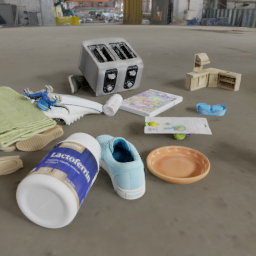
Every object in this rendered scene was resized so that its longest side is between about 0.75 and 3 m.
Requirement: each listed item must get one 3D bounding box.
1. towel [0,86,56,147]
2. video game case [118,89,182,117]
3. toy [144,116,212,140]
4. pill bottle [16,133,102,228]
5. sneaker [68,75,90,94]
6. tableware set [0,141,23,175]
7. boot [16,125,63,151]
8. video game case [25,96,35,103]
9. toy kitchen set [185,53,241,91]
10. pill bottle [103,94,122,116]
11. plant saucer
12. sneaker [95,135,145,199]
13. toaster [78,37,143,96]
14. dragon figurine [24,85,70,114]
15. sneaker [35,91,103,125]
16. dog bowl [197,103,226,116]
[{"bbox_3d":[-3.945,-0.456,8.809,2.909,0.531,2.158,32,33,27],"label":"towel"},{"bbox_3d":[0.975,-1.156,12.497,1.865,0.235,2.604,19,31,35],"label":"video game case"},{"bbox_3d":[1.651,0.054,9.643,2.152,0.508,1.239,4,28,3],"label":"toy"},{"bbox_3d":[-1.441,1.073,6.553,1.310,1.310,2.264,5,26,11],"label":"pill bottle"},{"bbox_3d":[-2.401,-2.324,14.261,1.133,0.798,2.134,-6,25,-6],"label":"sneaker"},{"bbox_3d":[-4.138,0.835,8.277,1.910,0.265,2.287,-9,26,-19],"label":"tableware set"},{"bbox_3d":[-3.029,0.273,9.380,1.595,0.577,1.327,-20,18,-28],"label":"boot"},{"bbox_3d":[-4.886,-1.248,12.821,1.127,0.129,1.025,1,25,-1],"label":"video game case"},{"bbox_3d":[4.304,-2.765,14.131,2.113,1.724,1.906,-19,32,-35],"label":"toy kitchen set"},{"bbox_3d":[-0.606,-0.963,11.522,0.540,0.540,0.952,10,40,20],"label":"pill bottle"},{"bbox_3d":[1.376,1.037,7.796,1.722,0.322,1.722,0,25,0],"label":"plant saucer"},{"bbox_3d":[-0.247,0.633,7.654,1.051,1.165,2.844,-10,27,-23],"label":"sneaker"},{"bbox_3d":[-0.926,-3.163,14.016,2.543,1.669,2.812,-14,55,-29],"label":"toaster"},{"bbox_3d":[-2.613,-0.832,9.125,1.640,0.815,0.483,44,11,-2],"label":"dragon figurine"},{"bbox_3d":[-2.229,-0.678,10.667,2.996,1.061,1.094,4,11,-45],"label":"sneaker"},{"bbox_3d":[3.430,-0.757,11.591,1.191,0.295,0.664,7,27,14],"label":"dog bowl"}]
